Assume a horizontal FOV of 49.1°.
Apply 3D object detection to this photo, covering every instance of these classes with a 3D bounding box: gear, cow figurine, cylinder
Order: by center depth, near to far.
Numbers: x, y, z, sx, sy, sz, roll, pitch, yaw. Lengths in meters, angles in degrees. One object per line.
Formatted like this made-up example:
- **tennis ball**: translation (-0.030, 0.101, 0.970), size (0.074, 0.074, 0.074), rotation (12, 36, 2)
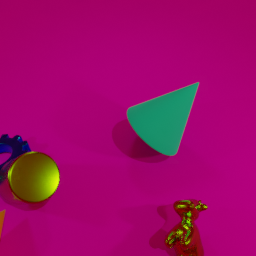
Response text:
- **cow figurine**: translation (1.226, 2.075, 5.607), size (0.677, 1.233, 1.214), rotation (-13, 12, 38)
- **cylinder**: translation (-2.113, 1.077, 5.929), size (1.037, 1.037, 1.037), rotation (11, 71, -34)
- **gear**: translation (-3.214, 0.776, 6.870), size (1.600, 0.296, 1.600), rotation (-4, 39, 3)

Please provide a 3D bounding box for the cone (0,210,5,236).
- **cone**: translation (-2.766, 2.046, 5.523), size (1.072, 1.072, 1.076), rotation (14, 40, 12)

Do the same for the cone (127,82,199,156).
- **cone**: translation (1.119, -0.487, 6.755), size (1.648, 1.654, 1.648), rotation (33, 27, -19)
